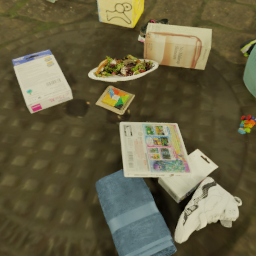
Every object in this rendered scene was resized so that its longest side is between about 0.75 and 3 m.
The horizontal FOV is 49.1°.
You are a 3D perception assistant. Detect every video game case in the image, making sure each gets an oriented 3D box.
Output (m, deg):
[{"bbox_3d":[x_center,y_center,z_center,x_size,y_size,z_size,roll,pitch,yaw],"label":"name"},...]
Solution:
[{"bbox_3d":[0.638,0.495,7.032,1.595,0.208,1.753,2,42,-8],"label":"video game case"}]

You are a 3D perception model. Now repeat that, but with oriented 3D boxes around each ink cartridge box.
[{"bbox_3d":[1.483,1.153,6.900,1.332,0.335,0.726,-31,57,-23],"label":"ink cartridge box"},{"bbox_3d":[-2.772,-1.567,8.926,1.351,0.475,2.264,-22,57,-14],"label":"ink cartridge box"}]

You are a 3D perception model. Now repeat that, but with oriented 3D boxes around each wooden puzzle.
[{"bbox_3d":[-0.387,-0.890,8.580,0.953,0.177,0.882,20,55,15],"label":"wooden puzzle"}]

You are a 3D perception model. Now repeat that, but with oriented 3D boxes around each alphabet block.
[{"bbox_3d":[-0.257,-4.992,10.965,1.465,1.431,1.439,16,57,11],"label":"alphabet block"}]

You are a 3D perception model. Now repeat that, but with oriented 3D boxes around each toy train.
[{"bbox_3d":[3.296,-0.081,7.537,0.342,0.808,0.467,31,84,-7],"label":"toy train"}]

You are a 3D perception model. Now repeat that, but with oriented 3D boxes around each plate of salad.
[{"bbox_3d":[-0.165,-1.945,8.738,2.209,0.531,2.209,-7,25,3],"label":"plate of salad"}]

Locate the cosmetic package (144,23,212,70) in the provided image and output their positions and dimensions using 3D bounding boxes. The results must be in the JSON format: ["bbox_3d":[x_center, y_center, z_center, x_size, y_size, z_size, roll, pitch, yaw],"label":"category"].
[{"bbox_3d":[1.634,-2.737,9.423,2.110,1.091,0.921,7,59,7],"label":"cosmetic package"}]

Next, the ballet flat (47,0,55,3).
[{"bbox_3d":[-3.186,-6.163,12.525,0.568,0.601,1.784,25,52,-16],"label":"ballet flat"}]

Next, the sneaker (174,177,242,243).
[{"bbox_3d":[1.767,1.923,6.092,0.992,0.649,1.726,29,55,23],"label":"sneaker"}]

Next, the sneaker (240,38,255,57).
[{"bbox_3d":[4.640,-2.886,10.040,1.460,0.523,0.604,-23,80,-16],"label":"sneaker"}]

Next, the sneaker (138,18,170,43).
[{"bbox_3d":[1.043,-3.795,10.520,0.630,0.677,1.569,33,59,21],"label":"sneaker"}]

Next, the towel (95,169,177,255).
[{"bbox_3d":[0.100,1.927,6.191,1.169,0.508,2.094,-18,55,-13],"label":"towel"}]

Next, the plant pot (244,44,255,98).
[{"bbox_3d":[4.317,-1.601,8.075,2.281,1.536,2.281,19,50,-24],"label":"plant pot"}]
